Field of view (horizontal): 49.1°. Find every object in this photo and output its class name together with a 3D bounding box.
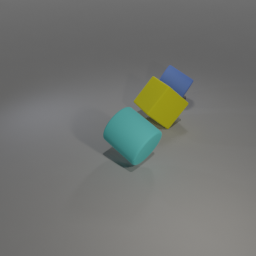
[{"bbox_3d":[2.258,-2.143,13.840,1.400,1.400,1.400,34,36,3],"label":"cylinder"},{"bbox_3d":[1.374,-1.076,11.849,1.400,1.400,1.400,32,10,-35],"label":"cube"},{"bbox_3d":[0.147,0.258,9.208,1.400,1.400,1.400,40,44,20],"label":"cylinder"}]
